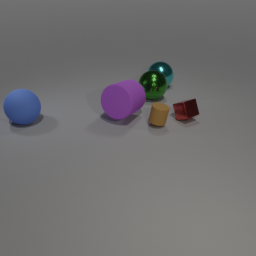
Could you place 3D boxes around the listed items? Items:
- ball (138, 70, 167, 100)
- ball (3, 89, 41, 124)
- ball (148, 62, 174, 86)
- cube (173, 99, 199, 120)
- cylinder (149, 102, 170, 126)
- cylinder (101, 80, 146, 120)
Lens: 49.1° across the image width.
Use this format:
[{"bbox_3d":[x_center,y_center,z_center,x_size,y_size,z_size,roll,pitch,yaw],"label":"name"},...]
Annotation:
[{"bbox_3d":[1.169,-2.033,13.302,1.400,1.400,1.400,0,29,0],"label":"ball"},{"bbox_3d":[-4.185,-0.842,11.126,1.400,1.400,1.400,0,29,0],"label":"ball"},{"bbox_3d":[1.679,-2.763,14.663,1.400,1.400,1.400,0,29,0],"label":"ball"},{"bbox_3d":[2.380,-0.760,11.497,0.700,0.700,0.700,-19,7,-30],"label":"cube"},{"bbox_3d":[1.217,-0.546,10.990,0.700,0.700,0.700,9,29,-5],"label":"cylinder"},{"bbox_3d":[-0.173,-1.183,11.384,1.400,1.400,1.400,13,22,22],"label":"cylinder"}]
